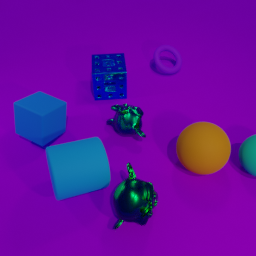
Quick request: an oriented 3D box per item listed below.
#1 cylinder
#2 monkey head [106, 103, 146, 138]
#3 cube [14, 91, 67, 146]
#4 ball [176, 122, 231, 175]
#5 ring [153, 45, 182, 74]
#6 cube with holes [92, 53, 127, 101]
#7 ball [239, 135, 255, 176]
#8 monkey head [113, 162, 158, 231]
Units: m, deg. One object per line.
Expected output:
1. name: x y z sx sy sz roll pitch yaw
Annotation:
1. cylinder: -1.255 0.982 6.955 1.309 1.309 1.309 -12 48 -19
2. monkey head: -0.114 -0.245 8.325 1.545 0.931 1.112 21 11 36
3. cube: -2.526 -0.294 8.137 1.042 1.042 1.042 23 34 18
4. ball: 1.972 0.527 7.386 1.383 1.383 1.383 0 47 0
5. ring: 1.535 -2.638 10.742 1.199 0.240 1.199 5 73 -17
6. cube with holes: -0.647 -1.784 9.748 1.134 1.134 1.134 -4 47 -3
7. ball: 3.535 0.730 7.385 1.149 1.149 1.149 0 47 0
8. monkey head: 0.194 1.674 6.613 0.983 1.173 1.631 11 89 19
